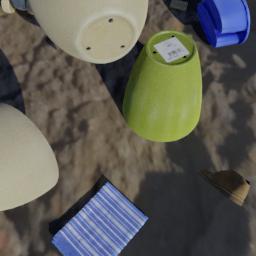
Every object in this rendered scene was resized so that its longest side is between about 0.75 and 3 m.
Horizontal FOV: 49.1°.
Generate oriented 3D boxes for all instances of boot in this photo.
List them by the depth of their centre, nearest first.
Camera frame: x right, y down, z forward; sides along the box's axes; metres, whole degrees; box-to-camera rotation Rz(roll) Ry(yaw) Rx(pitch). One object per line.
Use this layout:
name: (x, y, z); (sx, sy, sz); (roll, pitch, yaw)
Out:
boot: (1.125, 0.609, 3.303); (0.290, 0.787, 0.297); (31, 91, -22)

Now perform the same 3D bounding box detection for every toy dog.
toy dog: (-3.789, -5.432, 10.075); (1.811, 2.746, 1.323); (24, 42, -15)

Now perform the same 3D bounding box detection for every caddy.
caddy: (3.296, -3.876, 9.462); (1.219, 1.641, 2.322); (-16, 71, -1)

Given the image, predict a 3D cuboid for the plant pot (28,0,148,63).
plant pot: (-0.664, -2.476, 6.000); (2.704, 2.704, 1.815); (-16, 60, -9)

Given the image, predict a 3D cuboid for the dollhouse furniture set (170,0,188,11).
dollhouse furniture set: (2.155, -5.002, 10.987); (0.788, 0.675, 0.829); (17, 97, 10)

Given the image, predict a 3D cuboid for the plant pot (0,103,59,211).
plant pot: (-2.529, 0.742, 5.196); (2.056, 2.056, 1.380); (30, 43, 16)

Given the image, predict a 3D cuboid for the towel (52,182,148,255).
towel: (-0.671, 2.424, 6.755); (1.424, 0.235, 1.967); (39, 67, 19)

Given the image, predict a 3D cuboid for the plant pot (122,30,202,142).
plant pot: (1.017, -1.235, 7.497); (2.364, 2.526, 2.364); (0, 60, 0)
